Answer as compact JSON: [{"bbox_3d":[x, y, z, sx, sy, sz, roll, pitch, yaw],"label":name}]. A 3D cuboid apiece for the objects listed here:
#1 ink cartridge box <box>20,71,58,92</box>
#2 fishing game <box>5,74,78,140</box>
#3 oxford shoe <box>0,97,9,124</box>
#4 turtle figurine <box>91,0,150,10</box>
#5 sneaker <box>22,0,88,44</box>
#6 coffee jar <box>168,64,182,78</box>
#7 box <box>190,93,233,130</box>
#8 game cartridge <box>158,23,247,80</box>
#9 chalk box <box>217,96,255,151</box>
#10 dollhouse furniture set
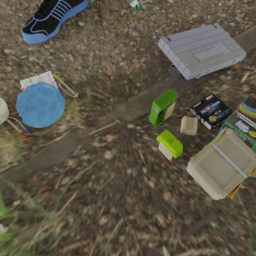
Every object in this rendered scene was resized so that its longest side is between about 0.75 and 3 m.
[{"bbox_3d":[-2.515,-1.156,8.003,0.910,0.384,0.659,-22,60,-12],"label":"ink cartridge box"},{"bbox_3d":[-2.375,-0.614,7.594,1.325,0.288,1.850,39,76,8],"label":"fishing game"},{"bbox_3d":[-4.132,-0.175,7.238,2.330,0.673,0.876,-18,71,4],"label":"oxford shoe"},{"bbox_3d":[-0.157,-5.421,10.362,2.581,1.299,1.932,-2,57,5],"label":"turtle figurine"},{"bbox_3d":[-2.496,-4.026,9.276,1.012,1.125,2.887,29,65,20],"label":"sneaker"},{"bbox_3d":[1.576,-1.926,8.527,0.441,0.361,0.846,29,60,9],"label":"coffee jar"},{"bbox_3d":[2.280,-0.461,7.665,0.851,0.211,0.845,-30,62,-18],"label":"box"},{"bbox_3d":[2.288,-2.349,8.502,2.430,0.466,1.575,-22,70,-27],"label":"game cartridge"},{"bbox_3d":[2.819,0.109,6.877,0.911,0.905,1.460,40,66,21],"label":"chalk box"},{"bbox_3d":[1.619,0.403,6.728,1.373,1.061,2.748,-39,72,-13],"label":"dollhouse furniture set"}]
